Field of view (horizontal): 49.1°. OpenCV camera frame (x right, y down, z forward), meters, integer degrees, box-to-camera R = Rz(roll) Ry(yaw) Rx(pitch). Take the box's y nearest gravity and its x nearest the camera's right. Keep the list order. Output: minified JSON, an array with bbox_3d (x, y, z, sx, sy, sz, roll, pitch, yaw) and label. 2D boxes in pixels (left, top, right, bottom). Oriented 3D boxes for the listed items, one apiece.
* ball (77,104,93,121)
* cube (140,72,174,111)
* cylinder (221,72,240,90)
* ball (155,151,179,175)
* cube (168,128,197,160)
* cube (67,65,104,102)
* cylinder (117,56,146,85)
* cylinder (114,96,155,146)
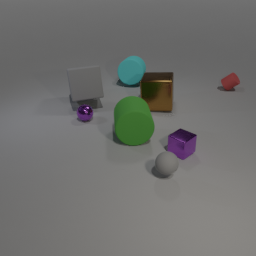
[{"bbox_3d":[-1.800,-0.643,11.739,0.700,0.700,0.700,0,29,0],"label":"ball"},{"bbox_3d":[1.352,-1.682,12.802,1.400,1.400,1.400,1,27,11],"label":"cube"},{"bbox_3d":[5.395,-2.449,14.749,0.700,0.700,0.700,-33,5,39],"label":"cylinder"},{"bbox_3d":[1.154,1.045,8.316,0.700,0.700,0.700,0,29,0],"label":"ball"},{"bbox_3d":[1.840,0.537,9.557,0.700,0.700,0.700,-27,37,-37],"label":"cube"},{"bbox_3d":[-1.964,-2.057,12.744,1.400,1.400,1.400,-10,14,-11],"label":"cube"},{"bbox_3d":[0.230,-3.225,15.592,1.400,1.400,1.400,5,22,9],"label":"cylinder"},{"bbox_3d":[0.190,-0.288,10.349,1.400,1.400,1.400,-2,28,-4],"label":"cylinder"}]
